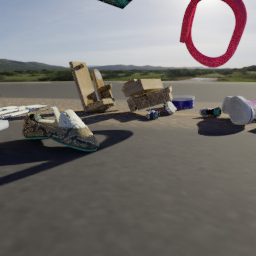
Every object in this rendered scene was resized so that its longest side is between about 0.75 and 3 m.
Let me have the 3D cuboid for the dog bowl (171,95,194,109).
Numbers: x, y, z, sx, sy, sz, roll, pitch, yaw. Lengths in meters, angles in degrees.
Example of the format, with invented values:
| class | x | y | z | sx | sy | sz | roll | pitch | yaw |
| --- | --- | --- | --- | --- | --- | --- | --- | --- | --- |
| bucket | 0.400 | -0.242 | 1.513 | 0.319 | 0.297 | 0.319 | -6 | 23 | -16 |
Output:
| class | x | y | z | sx | sy | sz | roll | pitch | yaw |
| --- | --- | --- | --- | --- | --- | --- | --- | --- | --- |
| dog bowl | 2.378 | -1.217 | 12.974 | 1.347 | 0.531 | 1.347 | 0 | 12 | 0 |

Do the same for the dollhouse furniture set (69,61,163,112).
| class | x | y | z | sx | sy | sz | roll | pitch | yaw |
| --- | --- | --- | --- | --- | --- | --- | --- | --- | --- |
| dollhouse furniture set | -0.439 | -2.191 | 11.744 | 2.609 | 2.126 | 2.482 | -19 | -1 | 31 |

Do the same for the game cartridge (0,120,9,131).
| class | x | y | z | sx | sy | sz | roll | pitch | yaw |
| --- | --- | --- | --- | --- | --- | --- | --- | --- | --- |
| game cartridge | -4.239 | -0.037 | 7.828 | 1.523 | 0.308 | 1.016 | 0 | 15 | 5 |

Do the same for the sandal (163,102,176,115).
| class | x | y | z | sx | sy | sz | roll | pitch | yaw |
| --- | --- | --- | --- | --- | --- | --- | --- | --- | --- |
| sandal | 1.633 | -0.819 | 11.373 | 0.360 | 0.596 | 1.465 | -39 | 1 | 18 |

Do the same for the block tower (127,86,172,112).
| class | x | y | z | sx | sy | sz | roll | pitch | yaw |
| --- | --- | --- | --- | --- | --- | --- | --- | --- | --- |
| block tower | 0.895 | -1.145 | 11.347 | 1.874 | 0.542 | 0.506 | -16 | 17 | 20 |

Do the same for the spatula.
| class | x | y | z | sx | sy | sz | roll | pitch | yaw |
| --- | --- | --- | --- | --- | --- | --- | --- | --- | --- |
| spatula | -4.785 | -0.710 | 11.292 | 1.977 | 0.228 | 2.844 | 4 | 12 | 15 |

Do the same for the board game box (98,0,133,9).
| class | x | y | z | sx | sy | sz | roll | pitch | yaw |
| --- | --- | --- | --- | --- | --- | --- | --- | --- | --- |
| board game box | -0.460 | -3.893 | 7.926 | 1.456 | 0.205 | 0.985 | 2 | -12 | -36 |

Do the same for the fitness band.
| class | x | y | z | sx | sy | sz | roll | pitch | yaw |
| --- | --- | --- | --- | --- | --- | --- | --- | --- | --- |
| fitness band | 2.987 | -3.491 | 10.026 | 2.139 | 2.978 | 0.557 | 28 | 59 | 18 |

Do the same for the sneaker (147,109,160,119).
| class | x | y | z | sx | sy | sz | roll | pitch | yaw |
| --- | --- | --- | --- | --- | --- | --- | --- | --- | --- |
| sneaker | 0.966 | -0.513 | 10.113 | 0.439 | 0.284 | 0.810 | -2 | 17 | 14 |

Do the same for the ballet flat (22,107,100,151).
| class | x | y | z | sx | sy | sz | roll | pitch | yaw |
| --- | --- | --- | --- | --- | --- | --- | --- | --- | --- |
| ballet flat | -1.617 | -0.047 | 6.389 | 2.274 | 0.856 | 0.771 | 8 | 9 | 33 |

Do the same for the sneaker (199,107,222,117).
| class | x | y | z | sx | sy | sz | roll | pitch | yaw |
| --- | --- | --- | --- | --- | --- | --- | --- | --- | --- |
| sneaker | 3.125 | -0.583 | 10.351 | 0.897 | 0.375 | 0.542 | -5 | 3 | -31 |

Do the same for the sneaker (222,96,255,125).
| class | x | y | z | sx | sy | sz | roll | pitch | yaw |
| --- | --- | --- | --- | --- | --- | --- | --- | --- | --- |
| sneaker | 4.077 | -0.603 | 9.328 | 1.342 | 0.853 | 2.354 | 11 | 18 | 3 |
